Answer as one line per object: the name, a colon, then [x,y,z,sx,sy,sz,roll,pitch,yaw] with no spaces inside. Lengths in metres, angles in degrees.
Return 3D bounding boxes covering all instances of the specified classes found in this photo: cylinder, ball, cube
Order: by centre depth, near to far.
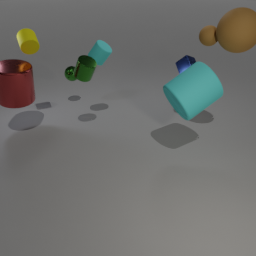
ball: [3.597,-3.158,9.091,1.400,1.400,1.400,0,28,0]
cylinder: [2.095,-1.193,9.122,1.400,1.400,1.400,-36,34,-1]
ball: [2.852,-3.237,9.838,0.700,0.700,0.700,0,28,0]
cylinder: [-1.567,-2.163,10.207,0.700,0.700,0.700,16,46,-17]
cylinder: [-4.260,-1.669,10.507,1.400,1.400,1.400,5,34,-3]
cylinder: [-3.795,-3.286,10.644,0.700,0.700,0.700,-13,58,-23]
cylinder: [-1.090,-2.924,10.897,0.700,0.700,0.700,29,35,-23]
ball: [-2.629,-2.552,13.144,0.700,0.700,0.700,0,28,0]
cube: [2.799,-2.914,13.238,0.700,0.700,0.700,1,-24,-45]
